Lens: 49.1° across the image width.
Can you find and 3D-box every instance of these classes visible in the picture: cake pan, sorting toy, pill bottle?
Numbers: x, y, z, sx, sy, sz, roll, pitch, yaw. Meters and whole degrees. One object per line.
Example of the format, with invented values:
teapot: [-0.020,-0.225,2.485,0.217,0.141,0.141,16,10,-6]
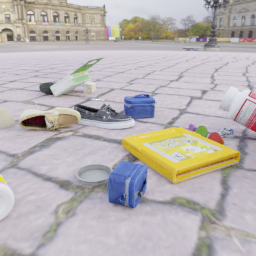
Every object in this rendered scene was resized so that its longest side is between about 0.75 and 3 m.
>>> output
cake pan: [-0.826,1.153,6.891,0.905,0.166,0.905,0,19,0]
sorting toy: [2.620,0.250,9.226,0.516,0.520,1.499,16,11,-33]
pill bottle: [-2.952,1.227,5.705,0.815,0.815,1.563,-15,24,-36]
pill bottle: [4.169,-0.556,9.368,2.027,1.138,1.138,32,31,20]

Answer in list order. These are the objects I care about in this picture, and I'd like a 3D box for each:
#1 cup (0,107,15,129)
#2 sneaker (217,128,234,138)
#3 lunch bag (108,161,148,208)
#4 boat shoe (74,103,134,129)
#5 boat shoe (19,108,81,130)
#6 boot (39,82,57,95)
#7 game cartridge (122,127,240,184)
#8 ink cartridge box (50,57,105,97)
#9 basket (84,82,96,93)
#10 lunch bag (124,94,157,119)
cup: [-4.818,-0.419,10.634,0.897,0.642,0.897,-1,19,0]
sneaker: [3.194,0.143,9.491,0.799,0.340,0.308,-2,19,-3]
lunch bag: [0.047,1.193,5.942,0.700,0.719,1.058,6,20,17]
boat shoe: [-0.962,-0.532,10.658,2.494,0.826,0.872,8,21,21]
boat shoe: [-2.818,-0.237,10.096,2.176,0.805,0.722,-3,31,-2]
boot: [-4.661,-2.307,16.173,1.339,0.694,2.050,3,12,28]
game cartridge: [1.412,0.602,8.082,2.296,0.423,2.605,-11,23,-28]
ink cartridge box: [-2.603,-2.818,15.351,2.884,0.691,2.098,-25,9,25]
basket: [-2.214,-2.377,16.328,0.495,0.544,0.803,6,20,10]
lunch bag: [0.529,-0.952,11.715,1.382,0.914,0.939,-5,20,-12]
